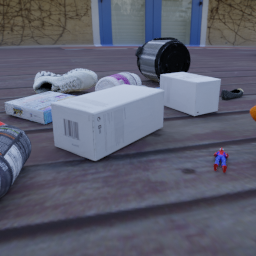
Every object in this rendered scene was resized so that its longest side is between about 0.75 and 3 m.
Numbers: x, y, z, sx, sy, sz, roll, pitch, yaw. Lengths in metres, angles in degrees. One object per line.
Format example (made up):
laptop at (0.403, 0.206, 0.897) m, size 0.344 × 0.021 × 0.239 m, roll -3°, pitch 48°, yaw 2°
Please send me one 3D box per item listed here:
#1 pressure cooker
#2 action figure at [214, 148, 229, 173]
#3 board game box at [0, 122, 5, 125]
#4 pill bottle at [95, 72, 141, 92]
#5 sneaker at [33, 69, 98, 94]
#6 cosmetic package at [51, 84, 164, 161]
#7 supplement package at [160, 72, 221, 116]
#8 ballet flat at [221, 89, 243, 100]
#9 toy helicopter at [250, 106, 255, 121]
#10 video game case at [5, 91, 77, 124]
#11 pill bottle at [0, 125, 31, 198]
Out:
pressure cooker at (1.724, -3.609, 15.010) m, size 2.309 × 2.274 × 2.585 m, roll -33°, pitch 30°, yaw -17°
action figure at (2.077, 0.668, 6.248) m, size 0.320 × 0.253 × 0.977 m, roll 4°, pitch 18°, yaw 18°
board game box at (-4.409, 0.243, 6.660) m, size 1.909 × 0.584 × 2.521 m, roll 18°, pitch 22°, yaw 40°
pill bottle at (-0.288, -1.580, 11.038) m, size 1.151 × 1.151 × 2.050 m, roll 10°, pitch 22°, yaw 27°
sneaker at (-2.792, -1.954, 12.490) m, size 2.873 × 1.080 × 1.165 m, roll -6°, pitch 30°, yaw 1°
cosmetic package at (-0.405, -0.325, 7.486) m, size 1.542 × 1.216 × 2.867 m, roll 15°, pitch 24°, yaw 38°
supplement package at (2.196, -1.295, 10.195) m, size 1.168 × 1.182 × 1.950 m, roll -12°, pitch 23°, yaw -29°
ballet flat at (4.476, -1.510, 11.894) m, size 1.514 × 0.430 × 0.503 m, roll -17°, pitch 26°, yaw -39°
toy helicopter at (3.948, -0.022, 6.564) m, size 2.097 × 0.827 × 1.387 m, roll 9°, pitch 51°, yaw -35°
video game case at (-2.815, -0.768, 9.793) m, size 1.868 × 0.468 × 2.061 m, roll 12°, pitch 23°, yaw 29°
pill bottle at (-2.479, 0.672, 5.110) m, size 0.979 × 0.979 × 1.843 m, roll -1°, pitch 20°, yaw -3°
